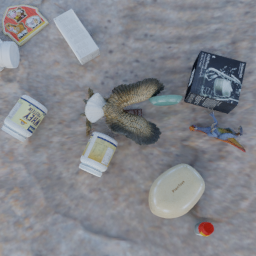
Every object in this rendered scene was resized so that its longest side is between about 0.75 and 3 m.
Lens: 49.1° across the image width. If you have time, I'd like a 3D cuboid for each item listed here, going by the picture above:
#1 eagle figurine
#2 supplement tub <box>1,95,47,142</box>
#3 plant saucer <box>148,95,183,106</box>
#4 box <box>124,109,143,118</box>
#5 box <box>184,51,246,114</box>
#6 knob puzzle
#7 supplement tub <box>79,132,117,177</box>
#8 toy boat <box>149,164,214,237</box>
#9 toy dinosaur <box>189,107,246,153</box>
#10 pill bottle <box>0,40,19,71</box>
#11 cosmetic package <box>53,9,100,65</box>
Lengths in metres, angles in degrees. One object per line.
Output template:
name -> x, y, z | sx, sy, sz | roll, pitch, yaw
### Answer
eagle figurine -> -0.131, -0.702, 10.156 | 2.865, 2.174, 2.162 | 7, 55, 7
supplement tub -> -3.844, -0.346, 10.404 | 1.090, 1.090, 1.503 | 30, 78, 7
plant saucer -> 1.412, -1.012, 10.504 | 1.275, 1.275, 0.229 | -3, 86, -1
box -> 0.163, -0.507, 10.861 | 0.780, 0.292, 0.390 | -2, 76, -2
box -> 3.313, -1.730, 10.757 | 1.794, 1.131, 1.825 | 16, 76, 2
knob puzzle -> -4.581, -4.603, 11.928 | 2.015, 0.279, 2.015 | 0, 76, 0
supplement tub -> -1.087, 0.953, 10.093 | 1.016, 1.016, 1.408 | 23, 77, 6
toy boat -> 1.947, 2.655, 9.701 | 2.155, 1.191, 2.564 | -34, 70, -13
toy dinosaur -> 3.248, 0.249, 10.385 | 1.798, 1.040, 1.981 | -9, 106, 28
pill bottle -> -5.639, -2.877, 10.910 | 2.461, 1.370, 1.370 | 1, 75, 1
cosmetic package -> -2.114, -3.759, 11.557 | 0.912, 0.559, 2.209 | -31, 78, -8
